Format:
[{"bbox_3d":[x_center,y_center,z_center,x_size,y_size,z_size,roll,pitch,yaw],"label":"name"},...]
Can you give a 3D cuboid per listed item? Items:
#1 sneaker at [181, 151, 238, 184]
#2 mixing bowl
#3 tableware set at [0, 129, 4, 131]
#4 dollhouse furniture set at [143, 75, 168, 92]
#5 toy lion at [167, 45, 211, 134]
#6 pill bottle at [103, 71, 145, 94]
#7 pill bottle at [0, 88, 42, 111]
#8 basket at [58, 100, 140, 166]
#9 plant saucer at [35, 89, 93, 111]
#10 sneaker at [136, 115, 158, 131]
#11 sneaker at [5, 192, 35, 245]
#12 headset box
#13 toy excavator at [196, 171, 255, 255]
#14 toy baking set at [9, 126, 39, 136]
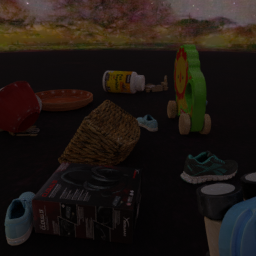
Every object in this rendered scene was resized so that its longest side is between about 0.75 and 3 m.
[{"bbox_3d":[1.941,0.845,6.483,1.474,0.672,0.572,-7,21,-21],"label":"sneaker"},{"bbox_3d":[-3.500,-0.514,8.962,0.972,1.795,1.795,41,29,6],"label":"mixing bowl"},{"bbox_3d":[-4.937,-0.112,9.904,1.781,0.207,1.487,-6,21,-19],"label":"tableware set"},{"bbox_3d":[1.524,-2.596,16.010,1.901,0.842,0.985,-9,21,-24],"label":"dollhouse furniture set"},{"bbox_3d":[2.117,-1.478,9.882,0.996,2.782,2.902,-1,20,-4],"label":"toy lion"},{"bbox_3d":[-0.208,-2.481,15.180,2.137,1.168,1.168,5,20,15],"label":"pill bottle"},{"bbox_3d":[-4.372,-1.045,11.261,1.867,1.066,1.066,16,25,38],"label":"pill bottle"},{"bbox_3d":[-0.641,0.396,7.795,1.485,1.550,2.081,34,22,-1],"label":"basket"},{"bbox_3d":[-3.056,-1.282,12.865,2.876,0.464,2.876,1,19,0],"label":"plant saucer"},{"bbox_3d":[0.688,-0.275,9.939,0.442,0.490,1.195,-11,22,-30],"label":"sneaker"},{"bbox_3d":[-1.868,1.428,5.018,0.491,0.544,1.329,-3,20,-12],"label":"sneaker"},{"bbox_3d":[-0.735,1.283,5.162,1.880,0.726,1.399,5,20,9],"label":"headset box"},{"bbox_3d":[2.455,1.310,3.257,2.470,1.269,2.541,-11,5,-22],"label":"toy excavator"},{"bbox_3d":[-3.551,0.058,9.510,0.951,0.144,1.239,-10,22,-27],"label":"toy baking set"}]
